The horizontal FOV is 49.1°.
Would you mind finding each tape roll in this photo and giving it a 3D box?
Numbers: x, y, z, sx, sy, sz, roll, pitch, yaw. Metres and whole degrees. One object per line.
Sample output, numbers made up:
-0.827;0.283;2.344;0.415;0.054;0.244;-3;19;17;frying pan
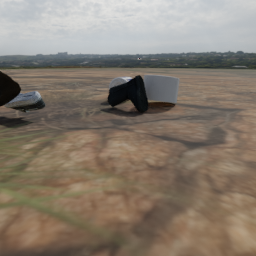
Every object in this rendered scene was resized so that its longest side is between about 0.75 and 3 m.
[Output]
1.319;-1.591;11.440;1.465;1.006;1.465;5;6;-1;tape roll

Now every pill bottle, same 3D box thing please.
-0.161;-1.895;13.063;0.975;0.975;1.757;4;12;16;pill bottle

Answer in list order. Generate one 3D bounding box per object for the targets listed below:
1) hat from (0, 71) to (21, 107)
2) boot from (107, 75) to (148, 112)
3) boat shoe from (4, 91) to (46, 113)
-4.205;-0.674;7.517;2.513;1.014;2.513;-9;-23;-4;hat
-0.040;-1.056;10.372;1.430;1.702;0.650;-23;-38;23;boot
-3.368;-0.752;9.013;1.754;0.622;0.632;2;45;37;boat shoe
